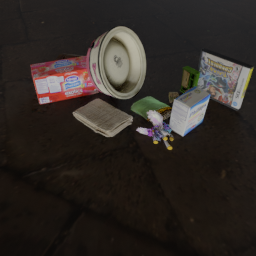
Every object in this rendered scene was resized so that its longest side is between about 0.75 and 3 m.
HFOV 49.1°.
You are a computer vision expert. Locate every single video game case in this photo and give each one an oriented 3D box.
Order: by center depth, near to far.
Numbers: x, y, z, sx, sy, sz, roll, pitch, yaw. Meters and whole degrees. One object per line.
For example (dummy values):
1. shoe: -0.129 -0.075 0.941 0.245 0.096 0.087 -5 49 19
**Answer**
1. video game case: 3.670 -1.915 11.078 2.103 1.901 0.268 33 51 32

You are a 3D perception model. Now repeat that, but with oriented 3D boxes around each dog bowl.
1. dog bowl: -0.494 -2.571 11.340 1.048 2.841 2.841 8 37 40

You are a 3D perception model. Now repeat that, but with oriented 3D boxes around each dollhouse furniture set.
1. dollhouse furniture set: 1.617 -1.361 11.041 2.922 1.128 1.460 -28 48 -28

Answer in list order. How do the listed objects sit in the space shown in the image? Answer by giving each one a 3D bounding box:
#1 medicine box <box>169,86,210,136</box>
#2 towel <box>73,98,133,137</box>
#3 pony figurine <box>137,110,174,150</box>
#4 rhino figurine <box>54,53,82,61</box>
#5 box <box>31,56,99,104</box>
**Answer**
1. medicine box: 2.173 -0.600 9.966 1.222 1.341 0.690 -33 55 -32
2. towel: -0.935 -0.415 10.568 2.035 0.351 1.348 31 48 31
3. pony figurine: 1.026 0.093 9.677 1.170 1.010 1.212 22 31 -24
4. rhino figurine: -2.267 -3.032 13.263 2.522 0.754 1.103 6 42 5
5. box: -2.606 -2.052 11.716 2.561 1.277 1.223 -14 43 -14
